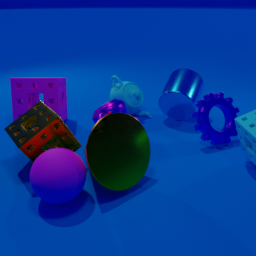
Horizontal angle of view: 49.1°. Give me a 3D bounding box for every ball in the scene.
[{"bbox_3d":[-1.280,0.879,5.177,1.013,1.013,1.013,0,25,0],"label":"ball"}]

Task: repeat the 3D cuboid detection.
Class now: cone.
[{"bbox_3d":[-0.580,0.496,6.004,1.514,1.514,1.520,-21,9,-36],"label":"cone"}]

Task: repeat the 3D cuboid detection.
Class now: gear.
[{"bbox_3d":[2.288,-0.239,7.186,1.324,1.324,0.245,-11,-1,-22],"label":"gear"}]

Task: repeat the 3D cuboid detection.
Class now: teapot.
[{"bbox_3d":[-0.426,-0.314,7.909,1.045,0.823,1.681,-30,2,25],"label":"teapot"},{"bbox_3d":[0.056,-0.932,8.812,0.862,1.760,1.094,-19,26,53],"label":"teapot"}]

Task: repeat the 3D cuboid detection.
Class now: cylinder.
[{"bbox_3d":[1.643,-1.033,8.604,1.148,1.148,1.148,11,51,22],"label":"cylinder"}]

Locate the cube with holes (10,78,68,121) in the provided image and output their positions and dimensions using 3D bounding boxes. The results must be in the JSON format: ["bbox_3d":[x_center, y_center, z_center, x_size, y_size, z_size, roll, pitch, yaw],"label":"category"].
[{"bbox_3d":[-2.500,-0.815,8.087,1.250,1.250,1.250,0,10,-2],"label":"cube with holes"}]

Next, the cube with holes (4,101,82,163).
[{"bbox_3d":[-1.852,0.210,6.144,0.993,0.993,0.993,-42,43,-15],"label":"cube with holes"}]

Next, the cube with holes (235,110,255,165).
[{"bbox_3d":[2.990,0.193,5.910,0.932,0.932,0.932,-24,29,3],"label":"cube with holes"}]
